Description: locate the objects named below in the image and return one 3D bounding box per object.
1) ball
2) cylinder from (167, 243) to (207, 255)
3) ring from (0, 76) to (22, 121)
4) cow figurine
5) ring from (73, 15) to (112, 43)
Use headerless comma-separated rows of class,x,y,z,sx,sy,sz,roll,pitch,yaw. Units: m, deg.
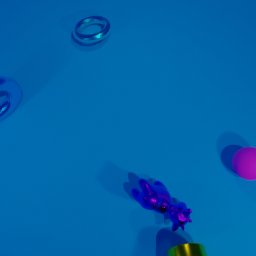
ball,3.539,1.028,8.130,0.960,0.960,0.960,0,72,0
cylinder,1.567,3.571,7.040,1.013,1.013,1.013,-6,48,-2
ring,-4.033,-0.701,8.118,2.038,2.038,0.408,-39,79,-12
cow figurine,0.956,2.099,7.622,0.825,1.503,1.479,-55,46,14
ring,-1.240,-3.457,9.741,1.395,0.279,1.395,-5,53,6
